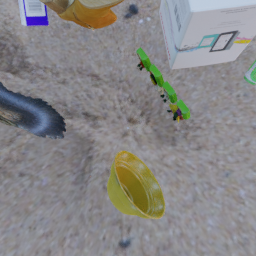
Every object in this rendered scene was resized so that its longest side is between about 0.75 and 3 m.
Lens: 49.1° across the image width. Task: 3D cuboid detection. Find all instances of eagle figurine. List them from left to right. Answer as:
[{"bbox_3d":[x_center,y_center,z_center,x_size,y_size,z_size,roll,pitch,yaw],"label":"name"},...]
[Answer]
[{"bbox_3d":[-2.913,-0.361,5.122,2.200,2.900,2.189,-30,17,24],"label":"eagle figurine"}]

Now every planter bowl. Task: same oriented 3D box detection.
[{"bbox_3d":[0.033,1.078,4.834,0.542,1.302,1.302,-39,63,22],"label":"planter bowl"}]

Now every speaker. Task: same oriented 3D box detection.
[{"bbox_3d":[3.164,-1.474,6.623,0.400,0.905,0.400,18,39,-15],"label":"speaker"}]

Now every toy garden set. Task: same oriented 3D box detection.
[{"bbox_3d":[0.698,-0.754,5.820,0.312,1.305,1.566,-36,76,6],"label":"toy garden set"}]

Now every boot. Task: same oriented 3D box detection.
[{"bbox_3d":[-0.664,-2.909,6.594,2.463,1.763,0.867,9,94,30],"label":"boot"}]

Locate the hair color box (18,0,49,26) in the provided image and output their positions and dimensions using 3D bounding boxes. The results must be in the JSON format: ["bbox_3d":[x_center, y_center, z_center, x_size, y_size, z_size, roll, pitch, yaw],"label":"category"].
[{"bbox_3d":[-2.634,-3.360,7.677,0.629,1.061,1.941,-10,24,-22],"label":"hair color box"}]

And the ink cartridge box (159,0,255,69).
[{"bbox_3d":[1.562,-2.342,5.423,1.533,2.099,1.540,-9,78,-2],"label":"ink cartridge box"}]
